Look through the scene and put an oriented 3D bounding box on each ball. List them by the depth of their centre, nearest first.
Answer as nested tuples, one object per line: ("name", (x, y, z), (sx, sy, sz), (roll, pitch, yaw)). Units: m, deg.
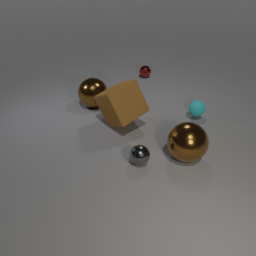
("ball", (0.402, 0.919, 9.526), (0.700, 0.700, 0.700), (0, 32, 0))
("ball", (2.047, 0.485, 9.605), (1.400, 1.400, 1.400), (0, 32, 0))
("ball", (3.005, -0.863, 12.180), (0.700, 0.700, 0.700), (0, 32, 0))
("ball", (-1.636, -1.643, 13.089), (1.400, 1.400, 1.400), (0, 32, 0))
("ball", (1.008, -3.304, 16.385), (0.700, 0.700, 0.700), (0, 32, 0))

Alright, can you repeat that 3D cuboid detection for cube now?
("cube", (-0.262, -0.989, 11.269), (1.400, 1.400, 1.400), (-33, 17, -23))
